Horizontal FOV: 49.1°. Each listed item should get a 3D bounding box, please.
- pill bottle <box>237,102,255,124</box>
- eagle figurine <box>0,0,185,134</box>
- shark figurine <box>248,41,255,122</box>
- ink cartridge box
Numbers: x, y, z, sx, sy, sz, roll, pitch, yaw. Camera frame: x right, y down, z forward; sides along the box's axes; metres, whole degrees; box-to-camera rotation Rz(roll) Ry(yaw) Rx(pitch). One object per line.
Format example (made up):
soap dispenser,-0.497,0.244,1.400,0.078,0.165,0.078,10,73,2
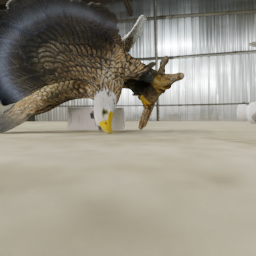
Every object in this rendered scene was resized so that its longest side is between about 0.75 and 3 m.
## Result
pill bottle,7.066,-0.819,15.098,2.111,1.207,1.207,1,2,33
eagle figurine,-0.692,-0.799,4.439,2.918,2.214,2.202,5,20,-18
shark figurine,3.582,-0.654,6.562,1.250,2.995,1.789,-38,48,-15
ink cartridge box,-0.587,-0.175,5.530,1.073,0.453,0.784,0,2,0
